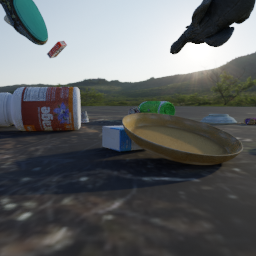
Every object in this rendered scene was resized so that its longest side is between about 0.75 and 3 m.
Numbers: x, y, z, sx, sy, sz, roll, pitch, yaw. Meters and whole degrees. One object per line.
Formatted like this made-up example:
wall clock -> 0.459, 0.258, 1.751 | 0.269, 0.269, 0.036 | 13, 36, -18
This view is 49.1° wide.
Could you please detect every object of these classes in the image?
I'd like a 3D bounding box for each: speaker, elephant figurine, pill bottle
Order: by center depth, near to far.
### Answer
elephant figurine -> 1.828, -2.296, 6.110 | 1.270, 1.795, 1.393 | 45, 0, 25
pill bottle -> -2.814, -0.603, 8.997 | 2.514, 1.410, 1.410 | -2, 6, -7
speaker -> 1.388, -0.878, 14.088 | 0.955, 0.955, 2.159 | -3, 6, -29

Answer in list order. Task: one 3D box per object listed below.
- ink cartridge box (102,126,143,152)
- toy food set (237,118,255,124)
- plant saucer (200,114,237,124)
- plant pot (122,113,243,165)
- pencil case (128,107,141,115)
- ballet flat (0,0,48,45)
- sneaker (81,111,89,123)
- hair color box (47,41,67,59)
ink cartridge box -> 0.211, 0.174, 5.819 | 1.309, 0.444, 0.759 | -3, 7, -31
toy food set -> 5.360, -0.274, 11.483 | 1.520, 0.239, 0.966 | 4, 7, 35
plant saucer -> 3.905, -0.400, 12.091 | 1.528, 0.383, 1.528 | 0, 5, 0
plant pot -> 0.883, 0.160, 4.804 | 2.038, 0.280, 2.038 | 9, 16, -3
pencil case -> 0.320, -0.727, 14.023 | 0.560, 0.644, 1.439 | 27, 3, -5
ballet flat -> -2.782, -3.027, 6.745 | 0.914, 2.463, 0.914 | -25, 8, 4
sneaker -> -2.299, -0.514, 12.243 | 1.386, 0.568, 0.518 | 3, 6, 25
hair color box -> -2.717, -2.998, 10.707 | 0.755, 0.241, 0.419 | -34, 5, 31
